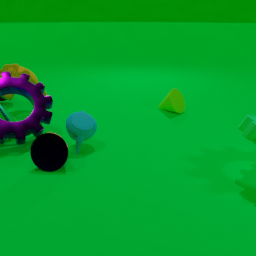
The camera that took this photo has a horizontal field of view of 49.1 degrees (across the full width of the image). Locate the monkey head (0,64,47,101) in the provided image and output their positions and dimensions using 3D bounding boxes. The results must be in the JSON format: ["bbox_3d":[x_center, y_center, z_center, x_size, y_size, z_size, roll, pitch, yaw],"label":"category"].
[{"bbox_3d":[-3.683,-1.425,9.318,1.831,1.317,1.104,28,-16,-4],"label":"monkey head"}]

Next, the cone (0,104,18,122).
[{"bbox_3d":[-3.677,-0.452,7.637,1.214,1.218,1.214,-8,19,3],"label":"cone"}]

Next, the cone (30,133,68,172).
[{"bbox_3d":[-1.677,0.519,6.489,0.849,0.849,0.852,2,1,4],"label":"cone"}]

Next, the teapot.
[{"bbox_3d":[-1.202,0.041,7.072,0.790,0.622,1.270,12,48,-16],"label":"teapot"}]

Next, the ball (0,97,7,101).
[{"bbox_3d":[-4.698,-1.520,10.231,1.090,1.090,1.090,0,23,0],"label":"ball"}]

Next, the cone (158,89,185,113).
[{"bbox_3d":[1.376,-0.828,9.730,0.863,0.860,0.860,-17,7,42],"label":"cone"}]

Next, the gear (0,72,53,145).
[{"bbox_3d":[-2.975,-0.538,7.261,1.970,0.364,1.970,9,61,-17],"label":"gear"}]

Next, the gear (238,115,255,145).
[{"bbox_3d":[3.090,0.376,5.618,1.774,0.328,1.774,26,22,-11],"label":"gear"}]
